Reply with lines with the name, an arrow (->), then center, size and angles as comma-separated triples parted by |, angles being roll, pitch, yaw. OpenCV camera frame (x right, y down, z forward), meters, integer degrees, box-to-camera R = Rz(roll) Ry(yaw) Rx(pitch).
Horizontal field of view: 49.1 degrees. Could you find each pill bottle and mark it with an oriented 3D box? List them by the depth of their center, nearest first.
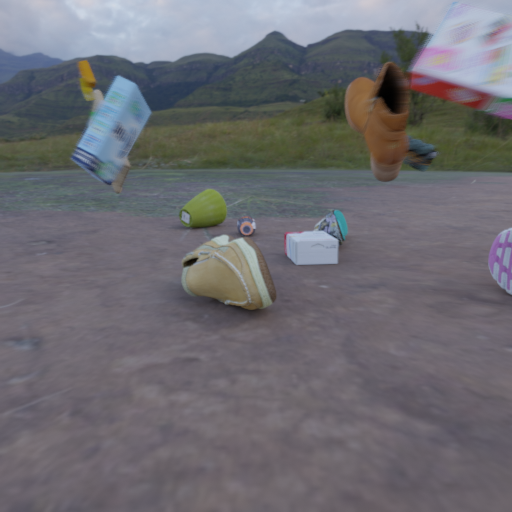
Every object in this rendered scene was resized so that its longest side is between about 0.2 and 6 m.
pill bottle -> -0.253, -0.766, 14.591 | 0.474, 0.474, 0.893 | 0, 12, -2

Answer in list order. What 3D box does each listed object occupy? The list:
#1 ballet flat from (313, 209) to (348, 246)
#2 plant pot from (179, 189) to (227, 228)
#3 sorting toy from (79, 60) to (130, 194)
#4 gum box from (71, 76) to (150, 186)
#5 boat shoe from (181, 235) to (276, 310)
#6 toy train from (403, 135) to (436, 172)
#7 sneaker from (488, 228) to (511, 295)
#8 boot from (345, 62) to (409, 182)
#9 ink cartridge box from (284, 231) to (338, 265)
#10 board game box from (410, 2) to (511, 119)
ballet flat -> 1.747, -0.649, 13.447 | 0.811, 0.811, 2.253 | 2, 11, 11
plant pot -> -1.597, -1.227, 15.848 | 1.066, 1.066, 1.139 | 9, 26, 39
sorting toy -> -3.792, -3.061, 13.512 | 0.379, 2.828, 2.107 | -21, -5, -21
gum box -> -2.855, -2.447, 11.217 | 0.408, 1.831, 1.556 | 27, -4, 2
boat shoe -> -0.562, 0.325, 8.415 | 1.103, 1.038, 2.896 | -17, 8, -13
toy train -> 3.393, -2.257, 12.213 | 1.027, 0.585, 0.438 | 31, 23, 28
sneaker -> 4.807, 0.271, 8.400 | 1.165, 1.060, 2.635 | 1, 14, -32
boot -> 2.347, -3.005, 10.954 | 1.017, 2.653, 2.060 | -6, -27, 5
ink cartridge box -> 1.114, -0.173, 11.549 | 0.879, 0.500, 1.206 | -1, 12, -7
board game box -> 4.079, -3.263, 9.441 | 2.345, 1.795, 0.473 | 25, -20, 21
